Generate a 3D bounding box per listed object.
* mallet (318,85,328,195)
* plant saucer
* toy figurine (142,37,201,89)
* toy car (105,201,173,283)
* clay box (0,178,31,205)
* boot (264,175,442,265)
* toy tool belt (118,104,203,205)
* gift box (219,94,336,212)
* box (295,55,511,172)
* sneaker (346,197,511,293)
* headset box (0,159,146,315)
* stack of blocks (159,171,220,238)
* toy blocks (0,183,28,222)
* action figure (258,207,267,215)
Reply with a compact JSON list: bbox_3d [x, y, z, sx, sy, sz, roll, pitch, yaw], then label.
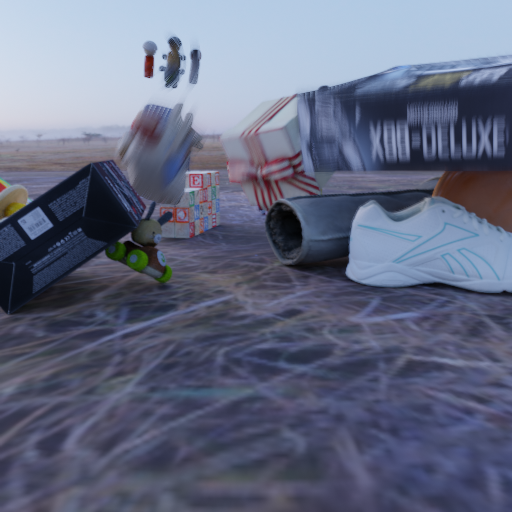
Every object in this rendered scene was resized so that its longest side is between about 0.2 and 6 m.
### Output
[{"bbox_3d":[1.246,-1.822,11.231,0.636,3.093,1.019,5,-15,-3],"label":"mallet"},{"bbox_3d":[3.411,-0.641,7.994,1.891,1.891,0.354,1,8,3],"label":"plant saucer"},{"bbox_3d":[-1.322,-3.080,8.884,0.816,0.576,0.829,33,40,30],"label":"toy figurine"},{"bbox_3d":[-1.424,-0.227,7.542,0.747,0.947,0.778,21,-8,26],"label":"toy car"},{"bbox_3d":[-5.431,-0.973,11.336,1.467,0.608,2.553,38,10,-3],"label":"clay box"},{"bbox_3d":[2.091,-0.594,9.880,3.918,1.422,3.562,-13,2,-10],"label":"boot"},{"bbox_3d":[-1.421,-1.736,8.429,1.195,1.176,1.914,17,-31,3],"label":"toy tool belt"},{"bbox_3d":[0.575,-1.772,10.119,1.677,1.818,1.697,-4,34,44],"label":"gift box"},{"bbox_3d":[2.941,-2.131,7.868,3.273,1.033,4.150,5,23,32],"label":"box"},{"bbox_3d":[2.673,-0.173,7.387,2.946,1.180,1.036,2,10,13],"label":"sneaker"},{"bbox_3d":[-2.431,-0.398,7.262,1.802,0.909,2.424,-34,14,-2],"label":"headset box"},{"bbox_3d":[-1.437,-1.205,12.516,0.662,1.302,2.261,2,12,12],"label":"stack of blocks"},{"bbox_3d":[-4.797,-0.944,9.316,2.512,0.912,2.094,32,16,7],"label":"toy blocks"},{"bbox_3d":[0.461,-1.454,15.818,0.841,0.564,0.627,-9,15,-29],"label":"action figure"}]
